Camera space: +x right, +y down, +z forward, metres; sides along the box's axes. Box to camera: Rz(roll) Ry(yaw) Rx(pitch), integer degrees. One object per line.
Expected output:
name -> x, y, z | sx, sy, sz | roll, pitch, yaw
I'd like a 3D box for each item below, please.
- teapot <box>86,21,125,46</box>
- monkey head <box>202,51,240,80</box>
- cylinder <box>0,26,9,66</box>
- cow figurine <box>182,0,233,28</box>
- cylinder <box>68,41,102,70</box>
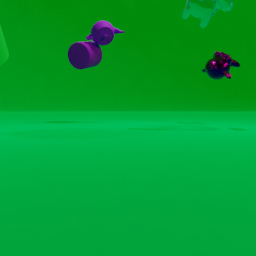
teapot -> -0.952, -3.872, 11.552 | 1.612, 1.003, 0.789 | -16, 39, -11
monkey head -> 3.741, -2.376, 11.105 | 1.263, 1.058, 1.755 | 17, 13, -24
cylinder -> -3.163, -1.893, 5.773 | 1.089, 1.089, 1.089 | 1, 45, -1
cow figurine -> 2.000, -3.080, 6.939 | 1.129, 1.110, 0.619 | 26, 29, 0
cylinder -> -1.803, -3.094, 11.871 | 1.092, 1.092, 1.092 | 2, 19, 24
